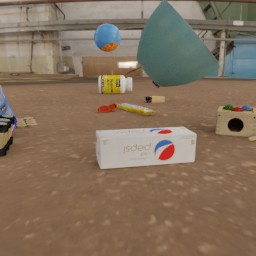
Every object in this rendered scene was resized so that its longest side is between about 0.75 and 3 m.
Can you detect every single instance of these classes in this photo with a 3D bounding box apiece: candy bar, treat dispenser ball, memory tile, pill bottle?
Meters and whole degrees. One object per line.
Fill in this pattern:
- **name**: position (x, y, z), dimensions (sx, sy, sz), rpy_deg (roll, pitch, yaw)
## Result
- **candy bar**: position (0.382, -1.021, 14.999), dimensions (0.735, 0.327, 2.947), rpy_deg (-8, 16, -32)
- **treat dispenser ball**: position (-0.895, -3.945, 12.271), dimensions (1.185, 1.185, 1.185), rpy_deg (0, 13, 0)
- **memory tile**: position (-4.632, -0.228, 12.034), dimensions (1.293, 0.142, 1.686), rpy_deg (-6, 14, -25)
- **pill bottle**: position (-1.032, -3.631, 23.337), dimensions (2.726, 1.517, 1.517), rpy_deg (-1, 13, 2)

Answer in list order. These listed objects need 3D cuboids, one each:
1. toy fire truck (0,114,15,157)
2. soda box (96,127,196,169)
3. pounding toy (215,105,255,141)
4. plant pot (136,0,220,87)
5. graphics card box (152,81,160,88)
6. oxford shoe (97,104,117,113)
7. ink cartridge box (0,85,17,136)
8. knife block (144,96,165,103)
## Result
- **toy fire truck**: position (-4.537, 0.250, 8.308), dimensions (1.970, 1.267, 1.734), rpy_deg (7, 12, -15)
- **soda box**: position (0.466, 0.495, 7.526), dimensions (2.583, 0.822, 0.880), rpy_deg (-3, 14, -13)
- **pounding toy**: position (4.385, -0.234, 10.168), dimensions (2.216, 1.014, 1.947), rpy_deg (5, 14, 22)
- **plant pot**: position (1.481, -2.619, 9.867), dimensions (2.003, 2.974, 2.974), rpy_deg (-40, 2, 18)
- **graphics card box**: position (2.028, -2.839, 13.222), dimensions (1.246, 0.505, 1.985), rpy_deg (-34, -13, -32)
- **oxford shoe**: position (-1.145, -0.991, 14.988), dimensions (1.143, 0.407, 0.415), rpy_deg (-13, -14, -26)
- **ink cartridge box**: position (-4.907, -0.480, 9.674), dimensions (1.560, 2.286, 0.873), rpy_deg (0, 45, 3)
- **knife block**: position (1.699, -1.861, 18.394), dimensions (1.181, 0.378, 1.037), rpy_deg (8, 16, 28)
